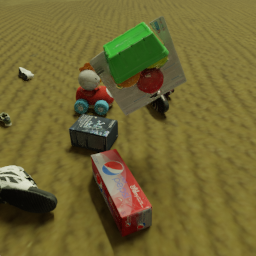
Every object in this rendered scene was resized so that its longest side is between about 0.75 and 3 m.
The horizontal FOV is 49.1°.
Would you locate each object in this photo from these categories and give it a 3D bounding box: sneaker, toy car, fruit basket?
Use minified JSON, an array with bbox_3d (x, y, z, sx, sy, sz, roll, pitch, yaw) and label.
[{"bbox_3d":[-2.847,1.461,7.355,2.445,0.906,1.082,10,38,14],"label":"sneaker"},{"bbox_3d":[-4.652,-0.434,10.523,0.310,0.415,0.925,-27,43,-33],"label":"sneaker"},{"bbox_3d":[-5.082,-2.695,13.896,0.487,0.416,1.118,-15,43,-41],"label":"sneaker"},{"bbox_3d":[-1.358,-1.712,11.156,1.590,1.797,1.657,4,35,6],"label":"toy car"},{"bbox_3d":[0.373,-1.596,7.763,2.169,2.342,1.098,-30,52,6],"label":"fruit basket"},{"bbox_3d":[1.496,-1.387,11.583,1.252,0.820,2.167,-9,35,-18],"label":"sneaker"}]

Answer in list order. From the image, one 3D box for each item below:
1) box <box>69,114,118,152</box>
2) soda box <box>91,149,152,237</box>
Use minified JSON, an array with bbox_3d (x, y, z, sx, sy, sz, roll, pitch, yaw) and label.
[{"bbox_3d":[-1.126,0.165,9.392,1.345,0.720,0.998,11,36,15],"label":"box"},{"bbox_3d":[-0.248,1.571,7.338,0.826,0.748,2.358,-14,37,-19],"label":"soda box"}]
